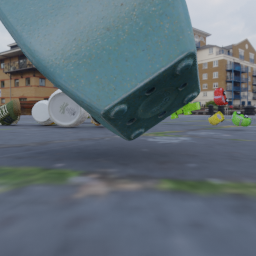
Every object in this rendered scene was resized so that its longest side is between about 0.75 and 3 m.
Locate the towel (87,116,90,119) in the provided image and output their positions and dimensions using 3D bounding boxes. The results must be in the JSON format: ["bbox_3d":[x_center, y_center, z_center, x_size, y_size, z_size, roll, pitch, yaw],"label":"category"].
[{"bbox_3d":[-1.895,-0.750,10.868,1.928,0.220,1.385,-1,-26,-28],"label":"towel"}]

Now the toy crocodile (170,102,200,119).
[{"bbox_3d":[1.801,-0.612,9.434,1.366,0.461,0.422,-16,-2,38],"label":"toy crocodile"}]

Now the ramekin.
[{"bbox_3d":[-1.615,-0.552,7.515,1.131,1.131,0.593,0,10,4],"label":"ramekin"}]

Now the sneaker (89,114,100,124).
[{"bbox_3d":[-0.612,-0.440,6.826,0.658,1.326,0.469,35,60,30],"label":"sneaker"}]

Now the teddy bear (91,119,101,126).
[{"bbox_3d":[-0.336,-0.236,8.096,1.490,0.497,1.080,-9,4,-31],"label":"teddy bear"}]

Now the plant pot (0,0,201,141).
[{"bbox_3d":[-0.087,-0.704,2.459,1.347,1.372,1.343,-34,-24,4],"label":"plant pot"}]

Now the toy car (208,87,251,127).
[{"bbox_3d":[2.323,-0.306,6.458,1.004,1.067,0.238,33,51,33],"label":"toy car"}]

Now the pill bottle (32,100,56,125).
[{"bbox_3d":[-2.554,-0.474,8.809,0.762,0.762,1.351,0,1,-3],"label":"pill bottle"}]

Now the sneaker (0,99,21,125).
[{"bbox_3d":[-3.844,-0.424,8.773,0.758,0.566,1.688,-7,-11,-29],"label":"sneaker"}]
